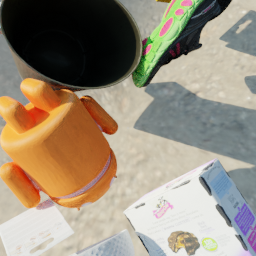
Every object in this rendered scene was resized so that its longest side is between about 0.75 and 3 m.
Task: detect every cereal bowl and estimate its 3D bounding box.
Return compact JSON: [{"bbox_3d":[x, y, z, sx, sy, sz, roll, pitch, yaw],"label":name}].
[{"bbox_3d":[-0.720,2.379,4.399,1.954,1.954,0.814,-23,74,-10],"label":"cereal bowl"}]

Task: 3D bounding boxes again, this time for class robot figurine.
[{"bbox_3d":[-1.180,0.382,5.215,1.582,2.712,1.951,-14,35,23],"label":"robot figurine"}]

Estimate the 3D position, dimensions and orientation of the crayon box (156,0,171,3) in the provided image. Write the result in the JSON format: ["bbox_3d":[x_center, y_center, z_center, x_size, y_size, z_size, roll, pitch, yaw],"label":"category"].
[{"bbox_3d":[1.409,-4.634,7.507,0.771,2.990,1.880,3,94,-8],"label":"crayon box"}]

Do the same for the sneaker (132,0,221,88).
[{"bbox_3d":[0.910,-1.641,5.644,1.013,2.418,0.928,19,42,-30],"label":"sneaker"}]

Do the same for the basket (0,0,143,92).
[{"bbox_3d":[-1.450,-1.641,6.140,2.548,2.826,1.922,9,86,-25],"label":"basket"}]

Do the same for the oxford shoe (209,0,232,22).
[{"bbox_3d":[1.822,-3.119,7.237,2.143,0.779,0.905,-36,67,22],"label":"oxford shoe"}]

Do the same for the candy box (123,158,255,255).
[{"bbox_3d":[1.155,1.771,4.322,0.736,1.727,2.059,-23,79,-49],"label":"candy box"}]

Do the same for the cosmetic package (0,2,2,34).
[{"bbox_3d":[-2.690,-2.552,6.641,0.667,1.311,0.486,-22,98,16],"label":"cosmetic package"}]

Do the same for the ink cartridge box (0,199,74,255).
[{"bbox_3d":[-1.519,1.773,4.667,1.009,0.312,1.244,-26,29,-26],"label":"ink cartridge box"}]
